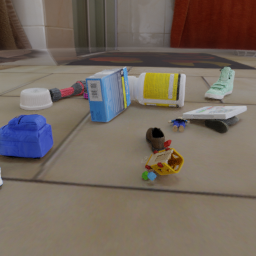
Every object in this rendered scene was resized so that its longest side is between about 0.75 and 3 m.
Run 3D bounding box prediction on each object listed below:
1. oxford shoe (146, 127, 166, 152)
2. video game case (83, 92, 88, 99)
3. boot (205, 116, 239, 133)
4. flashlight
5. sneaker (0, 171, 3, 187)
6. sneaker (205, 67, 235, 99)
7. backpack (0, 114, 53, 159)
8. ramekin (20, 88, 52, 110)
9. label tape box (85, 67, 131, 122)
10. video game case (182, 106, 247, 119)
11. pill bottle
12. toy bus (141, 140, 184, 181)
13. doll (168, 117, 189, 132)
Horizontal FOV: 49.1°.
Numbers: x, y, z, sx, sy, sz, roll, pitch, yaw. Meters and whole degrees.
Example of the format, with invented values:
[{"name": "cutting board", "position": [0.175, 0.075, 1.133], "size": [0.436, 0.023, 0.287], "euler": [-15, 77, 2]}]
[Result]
[{"name": "oxford shoe", "position": [0.965, 0.241, 9.460], "size": [0.594, 0.690, 1.634], "euler": [-5, 19, -8]}, {"name": "video game case", "position": [-1.160, -1.782, 15.284], "size": [1.904, 0.341, 1.726], "euler": [15, 23, 35]}, {"name": "boot", "position": [3.870, -0.185, 11.033], "size": [1.333, 0.484, 1.212], "euler": [-3, 22, -28]}, {"name": "flashlight", "position": [-3.281, -2.048, 15.370], "size": [0.844, 0.841, 2.484], "euler": [15, 24, 33]}, {"name": "sneaker", "position": [-3.518, 1.195, 7.275], "size": [0.427, 0.430, 1.187], "euler": [-10, 24, -27]}, {"name": "sneaker", "position": [5.109, -2.564, 15.612], "size": [1.006, 1.612, 2.733], "euler": [17, 28, 35]}, {"name": "backpack", "position": [-3.252, 0.233, 8.701], "size": [1.512, 1.269, 1.229], "euler": [-2, 13, 6]}, {"name": "ramekin", "position": [-4.564, -1.473, 13.845], "size": [1.538, 0.807, 1.538], "euler": [0, 21, 0]}, {"name": "label tape box", "position": [-0.783, -1.571, 12.397], "size": [0.860, 1.865, 2.603], "euler": [2, 22, 22]}, {"name": "video game case", "position": [3.661, -0.669, 11.813], "size": [1.913, 0.249, 2.102], "euler": [3, 13, 43]}, {"name": "pill bottle", "position": [1.346, -1.923, 13.889], "size": [2.890, 1.608, 1.608], "euler": [4, 21, 11]}, {"name": "toy bus", "position": [0.955, 0.976, 7.564], "size": [0.611, 1.115, 1.182], "euler": [42, 17, -14]}, {"name": "doll", "position": [2.010, -0.193, 11.144], "size": [0.850, 0.302, 1.246], "euler": [2, 20, 15]}]
